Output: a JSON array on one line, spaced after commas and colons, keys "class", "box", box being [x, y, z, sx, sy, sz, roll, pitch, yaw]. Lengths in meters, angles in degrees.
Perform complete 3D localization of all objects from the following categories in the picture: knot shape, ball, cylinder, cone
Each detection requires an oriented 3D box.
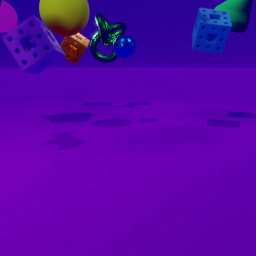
[{"class": "knot shape", "box": [-0.752, -3.869, 11.828, 0.909, 1.967, 1.841, 19, 37, 30]}, {"class": "ball", "box": [-0.105, -2.491, 8.601, 0.706, 0.706, 0.706, 0, 14, 0]}, {"class": "cylinder", "box": [-3.931, -3.453, 8.595, 0.887, 0.887, 0.887, -8, 30, -29]}, {"class": "cone", "box": [3.489, -3.807, 8.528, 1.233, 1.233, 1.237, -5, -25, -19]}, {"class": "ball", "box": [-1.710, -3.170, 7.579, 1.316, 1.316, 1.316, 0, 14, 0]}]

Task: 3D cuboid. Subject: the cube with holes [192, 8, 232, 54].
[{"class": "cube with holes", "box": [2.289, -2.689, 7.746, 0.820, 0.820, 0.820, 8, 49, 3]}]

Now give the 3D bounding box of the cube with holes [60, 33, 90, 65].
[{"class": "cube with holes", "box": [-2.386, -3.550, 12.234, 0.976, 0.976, 0.976, 30, 28, -18]}]

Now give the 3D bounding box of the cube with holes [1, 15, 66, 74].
[{"class": "cube with holes", "box": [-3.008, -2.635, 9.089, 1.221, 1.221, 1.221, -31, 5, 6]}]

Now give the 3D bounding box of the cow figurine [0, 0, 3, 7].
[{"class": "cow figurine", "box": [-2.858, -2.793, 5.524, 1.510, 1.486, 0.829, -9, -26, 43]}]
